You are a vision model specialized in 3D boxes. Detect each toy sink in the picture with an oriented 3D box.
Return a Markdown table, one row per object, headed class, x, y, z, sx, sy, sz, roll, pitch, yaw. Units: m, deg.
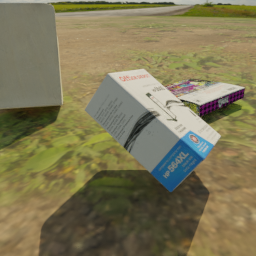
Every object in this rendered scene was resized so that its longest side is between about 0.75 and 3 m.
| class | x | y | z | sx | sy | sz | roll | pitch | yaw |
| --- | --- | --- | --- | --- | --- | --- | --- | --- | --- |
| toy sink | -2.957 | -2.068 | 8.332 | 1.818 | 2.789 | 1.563 | -5 | 13 | -11 |

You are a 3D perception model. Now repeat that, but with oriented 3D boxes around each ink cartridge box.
| class | x | y | z | sx | sy | sz | roll | pitch | yaw |
| --- | --- | --- | --- | --- | --- | --- | --- | --- | --- |
| ink cartridge box | 0.506 | -0.097 | 5.222 | 2.123 | 0.895 | 1.550 | 43 | 29 | 11 |

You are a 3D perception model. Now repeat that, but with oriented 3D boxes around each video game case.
| class | x | y | z | sx | sy | sz | roll | pitch | yaw |
| --- | --- | --- | --- | --- | --- | --- | --- | --- | --- |
| video game case | 2.163 | -1.083 | 9.110 | 2.413 | 0.432 | 2.188 | -21 | 29 | -36 |
